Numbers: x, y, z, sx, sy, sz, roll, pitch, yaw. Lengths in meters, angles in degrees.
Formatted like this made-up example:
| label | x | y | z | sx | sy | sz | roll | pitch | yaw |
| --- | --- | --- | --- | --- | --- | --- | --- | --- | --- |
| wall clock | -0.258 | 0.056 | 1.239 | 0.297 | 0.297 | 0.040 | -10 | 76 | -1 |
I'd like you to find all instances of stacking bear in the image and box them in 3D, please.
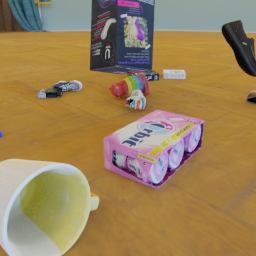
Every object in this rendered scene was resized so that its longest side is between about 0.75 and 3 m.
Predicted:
| label | x | y | z | sx | sy | sz | roll | pitch | yaw |
| --- | --- | --- | --- | --- | --- | --- | --- | --- | --- |
| stacking bear | -0.002 | -1.740 | 12.036 | 1.591 | 0.905 | 0.966 | -18 | 29 | -25 |

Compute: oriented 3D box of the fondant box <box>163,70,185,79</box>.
| label | x | y | z | sx | sy | sz | roll | pitch | yaw |
| --- | --- | --- | --- | --- | --- | --- | --- | --- | --- |
| fondant box | 2.512 | -2.943 | 15.316 | 1.149 | 0.335 | 0.829 | 1 | 24 | 4 |

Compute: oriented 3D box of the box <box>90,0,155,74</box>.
| label | x | y | z | sx | sy | sz | roll | pitch | yaw |
| --- | --- | --- | --- | --- | --- | --- | --- | --- | --- |
| box | -0.214 | -3.337 | 9.388 | 1.521 | 2.868 | 1.753 | -1 | 6 | -36 |

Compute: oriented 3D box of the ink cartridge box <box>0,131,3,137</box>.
| label | x | y | z | sx | sy | sz | roll | pitch | yaw |
| --- | --- | --- | --- | --- | --- | --- | --- | --- | --- |
| ink cartridge box | -4.227 | 0.116 | 8.555 | 0.416 | 0.196 | 0.885 | -23 | 33 | -39 |

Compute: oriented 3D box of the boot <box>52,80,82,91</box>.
| label | x | y | z | sx | sy | sz | roll | pitch | yaw |
| --- | --- | --- | --- | --- | --- | --- | --- | --- | --- |
| boot | -2.794 | -1.848 | 12.772 | 1.358 | 0.494 | 0.614 | 3 | 30 | 26 |

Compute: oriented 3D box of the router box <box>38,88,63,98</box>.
| label | x | y | z | sx | sy | sz | roll | pitch | yaw |
| --- | --- | --- | --- | --- | --- | --- | --- | --- | --- |
| router box | -3.371 | -1.533 | 12.225 | 0.960 | 0.245 | 0.716 | -1 | 24 | -3 |

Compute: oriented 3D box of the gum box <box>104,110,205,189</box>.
| label | x | y | z | sx | sy | sz | roll | pitch | yaw |
| --- | --- | --- | --- | --- | --- | --- | --- | --- | --- |
| gum box | 0.689 | 0.413 | 7.043 | 1.476 | 0.860 | 2.601 | 16 | 29 | 33 |

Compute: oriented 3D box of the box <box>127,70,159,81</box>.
| label | x | y | z | sx | sy | sz | roll | pitch | yaw |
| --- | --- | --- | --- | --- | --- | --- | --- | --- | --- |
| box | 0.800 | -2.901 | 15.184 | 1.305 | 0.355 | 1.630 | -7 | 25 | -16 |

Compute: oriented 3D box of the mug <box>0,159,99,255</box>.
| label | x | y | z | sx | sy | sz | roll | pitch | yaw |
| --- | --- | --- | --- | --- | --- | --- | --- | --- | --- |
| mug | -1.623 | 1.319 | 4.792 | 1.575 | 1.918 | 1.536 | 8 | 56 | 39 |

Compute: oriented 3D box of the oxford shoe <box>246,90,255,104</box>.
| label | x | y | z | sx | sy | sz | roll | pitch | yaw |
| --- | --- | --- | --- | --- | --- | --- | --- | --- | --- |
| oxford shoe | 5.469 | -1.070 | 10.987 | 1.566 | 0.558 | 0.571 | 13 | 44 | 41 |

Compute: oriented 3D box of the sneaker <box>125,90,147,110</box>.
| label | x | y | z | sx | sy | sz | roll | pitch | yaw |
| --- | --- | --- | --- | --- | --- | --- | --- | --- | --- |
| sneaker | 0.205 | -1.131 | 10.936 | 0.723 | 0.544 | 1.546 | 0 | 26 | -15 |

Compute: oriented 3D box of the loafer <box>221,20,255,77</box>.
| label | x | y | z | sx | sy | sz | roll | pitch | yaw |
| --- | --- | --- | --- | --- | --- | --- | --- | --- | --- |
| loafer | 3.948 | -2.680 | 9.338 | 0.747 | 2.094 | 0.764 | -32 | 12 | 6 |
